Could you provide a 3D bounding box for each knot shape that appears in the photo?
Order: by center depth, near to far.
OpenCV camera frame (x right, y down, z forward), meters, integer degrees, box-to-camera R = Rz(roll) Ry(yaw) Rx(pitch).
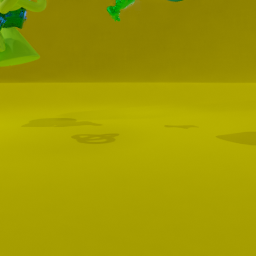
[{"bbox_3d":[-2.542,-2.856,6.111,1.205,0.595,1.288,7,27,13],"label":"knot shape"}]

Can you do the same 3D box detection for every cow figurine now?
[{"bbox_3d":[-0.163,-3.396,7.677,0.883,0.485,0.869,-33,-14,-22],"label":"cow figurine"}]

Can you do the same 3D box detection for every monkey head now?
[{"bbox_3d":[-3.433,-3.526,8.016,1.081,1.795,1.291,-4,-12,-39],"label":"monkey head"}]

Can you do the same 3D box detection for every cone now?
[{"bbox_3d":[-3.808,-2.907,9.067,1.507,1.513,1.507,-12,9,2],"label":"cone"}]

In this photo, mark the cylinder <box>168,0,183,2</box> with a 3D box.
[{"bbox_3d":[1.115,-3.559,5.869,1.224,1.224,1.224,32,-16,10],"label":"cylinder"}]

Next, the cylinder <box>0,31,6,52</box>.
[{"bbox_3d":[-4.148,-2.542,8.206,0.778,0.778,0.778,-15,10,1],"label":"cylinder"}]
